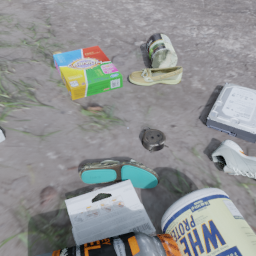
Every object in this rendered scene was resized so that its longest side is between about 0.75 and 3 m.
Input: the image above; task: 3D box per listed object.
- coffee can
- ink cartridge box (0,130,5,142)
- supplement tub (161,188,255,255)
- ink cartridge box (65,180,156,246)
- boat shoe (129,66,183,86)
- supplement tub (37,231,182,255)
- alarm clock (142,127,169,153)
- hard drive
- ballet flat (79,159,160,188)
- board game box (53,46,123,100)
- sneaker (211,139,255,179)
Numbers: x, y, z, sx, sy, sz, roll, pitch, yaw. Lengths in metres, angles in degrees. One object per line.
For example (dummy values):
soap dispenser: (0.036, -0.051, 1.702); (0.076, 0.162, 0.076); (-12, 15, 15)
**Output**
coffee can: (1.449, -3.297, 12.207); (1.118, 1.118, 1.528); (-4, 43, -4)
ink cartridge box: (-4.562, 0.325, 8.889); (0.720, 0.415, 0.987); (30, 51, 28)
supplement tub: (1.835, 2.565, 5.594); (1.673, 1.673, 2.307); (-14, 45, -14)
ink cartridge box: (-0.471, 2.242, 6.860); (1.809, 0.405, 1.594); (-15, 46, -16)
boat shoe: (1.115, -2.177, 11.317); (2.147, 0.676, 0.783); (2, 45, 0)
supplement tub: (-0.439, 2.976, 5.096); (2.904, 1.779, 1.779); (-9, 44, -11)
alarm clock: (0.779, 0.294, 8.988); (0.754, 0.372, 1.118); (-16, 43, -16)
hard drive: (3.935, -0.646, 9.896); (1.711, 0.463, 2.449); (21, 48, 22)
ballet flat: (-0.228, 1.188, 7.839); (2.214, 0.751, 0.834); (2, 24, 4)
board game box: (-1.728, -2.390, 11.658); (2.126, 0.560, 2.779); (-18, 46, -18)
sneaker: (3.211, 1.140, 7.927); (0.876, 0.721, 1.904); (-33, 44, -21)
